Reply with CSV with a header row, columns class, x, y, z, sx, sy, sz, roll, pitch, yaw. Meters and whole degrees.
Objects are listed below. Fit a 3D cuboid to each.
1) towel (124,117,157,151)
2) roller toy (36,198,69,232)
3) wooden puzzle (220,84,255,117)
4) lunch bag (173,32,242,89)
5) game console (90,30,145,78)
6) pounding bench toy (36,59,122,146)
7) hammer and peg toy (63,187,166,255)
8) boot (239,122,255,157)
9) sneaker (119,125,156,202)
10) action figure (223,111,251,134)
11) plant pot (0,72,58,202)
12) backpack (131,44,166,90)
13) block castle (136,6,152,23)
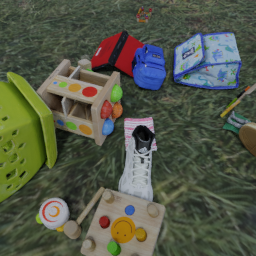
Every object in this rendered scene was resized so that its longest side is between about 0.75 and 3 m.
class,x,y,z,sx,sy,sz,roll,pitch,yaw
towel,0.404,0.195,9.600,1.038,0.212,1.418,-3,50,-1
roller toy,-1.957,2.312,7.537,0.824,0.575,0.751,18,59,5
wooden puzzle,3.941,-1.060,9.879,0.230,1.325,1.964,50,40,10
lunch bag,3.099,-2.718,11.312,2.485,1.584,2.113,-3,48,14
game console,-0.360,-3.049,12.388,2.040,1.405,2.367,-12,41,32
pounding bench toy,-1.220,-1.227,9.757,2.289,1.823,2.935,15,51,13
hammer and peg toy,-0.423,2.369,6.960,2.405,0.848,1.769,12,62,22
boot,5.307,0.263,8.969,2.945,1.072,2.289,31,56,23
sneaker,0.240,1.075,7.900,1.014,1.547,2.688,2,55,2
action figure,4.312,0.075,9.551,1.864,0.510,1.101,30,53,19
plant pot,-3.609,0.135,8.117,2.461,2.712,2.699,-26,54,-30
backpack,0.821,-2.375,11.005,1.278,1.320,1.573,7,54,-11
block castle,0.854,-6.009,14.770,0.664,0.466,0.994,13,51,11
